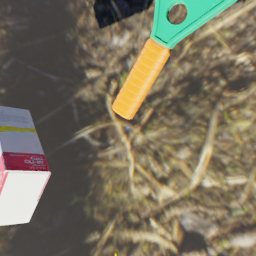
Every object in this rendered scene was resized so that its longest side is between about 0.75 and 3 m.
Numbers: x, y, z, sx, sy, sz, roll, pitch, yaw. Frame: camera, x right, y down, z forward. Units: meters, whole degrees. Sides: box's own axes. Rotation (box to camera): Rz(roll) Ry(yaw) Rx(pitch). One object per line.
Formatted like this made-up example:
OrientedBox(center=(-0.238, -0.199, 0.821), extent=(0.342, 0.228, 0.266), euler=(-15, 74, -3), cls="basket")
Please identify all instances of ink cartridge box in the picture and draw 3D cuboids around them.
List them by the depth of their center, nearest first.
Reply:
OrientedBox(center=(-1.848, 0.529, 4.382), extent=(1.549, 0.646, 1.124), euler=(55, 126, 41), cls="ink cartridge box")

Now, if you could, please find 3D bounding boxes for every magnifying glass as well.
OrientedBox(center=(0.516, -1.198, 3.181), extent=(1.006, 0.283, 2.529), euler=(36, 112, 11), cls="magnifying glass")

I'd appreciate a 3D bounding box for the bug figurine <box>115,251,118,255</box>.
OrientedBox(center=(-0.166, 2.195, 2.973), extent=(0.433, 1.682, 1.304), euler=(-29, 80, 24), cls="bug figurine")
